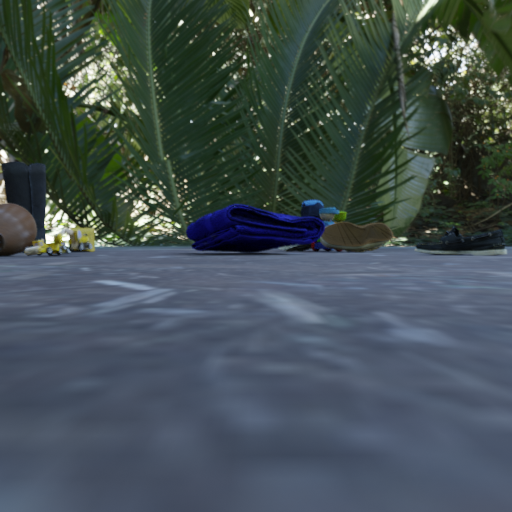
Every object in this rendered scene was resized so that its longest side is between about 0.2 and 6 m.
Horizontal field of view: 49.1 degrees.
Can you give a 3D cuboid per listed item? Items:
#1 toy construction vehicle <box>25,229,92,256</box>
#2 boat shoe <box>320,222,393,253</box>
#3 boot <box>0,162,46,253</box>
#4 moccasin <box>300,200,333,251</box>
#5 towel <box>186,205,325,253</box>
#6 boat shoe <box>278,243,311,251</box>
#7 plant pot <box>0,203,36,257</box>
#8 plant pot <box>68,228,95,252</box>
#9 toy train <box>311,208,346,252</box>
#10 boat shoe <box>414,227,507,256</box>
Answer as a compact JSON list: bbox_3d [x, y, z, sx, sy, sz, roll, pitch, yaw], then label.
[{"bbox_3d":[-3.536,-0.241,10.061,0.947,0.383,1.088,-8,-1,19],"label":"toy construction vehicle"},{"bbox_3d":[2.628,-0.406,15.118,2.315,0.835,0.752,-6,-32,-31],"label":"boat shoe"},{"bbox_3d":[-6.102,-1.210,13.913,0.752,2.290,1.888,1,1,35],"label":"boot"},{"bbox_3d":[1.918,-0.726,17.737,1.103,0.935,2.742,-8,-28,24],"label":"moccasin"},{"bbox_3d":[-0.154,-0.454,12.729,2.284,0.766,3.093,9,-7,-22],"label":"towel"},{"bbox_3d":[1.343,-0.454,17.359,0.590,0.705,1.974,22,-16,-26],"label":"boat shoe"},{"bbox_3d":[-4.605,-0.380,10.090,0.978,0.978,1.046,0,15,-6],"label":"plant pot"},{"bbox_3d":[-4.849,-0.394,15.437,0.670,0.675,0.690,0,10,-7],"label":"plant pot"},{"bbox_3d":[2.515,-0.763,16.804,0.935,1.278,2.209,2,2,35],"label":"toy train"},{"bbox_3d":[4.128,-0.305,11.396,1.778,0.590,0.665,1,1,37],"label":"boat shoe"}]
